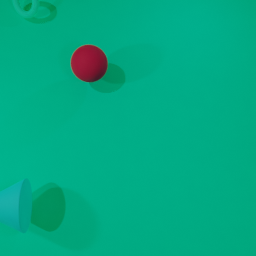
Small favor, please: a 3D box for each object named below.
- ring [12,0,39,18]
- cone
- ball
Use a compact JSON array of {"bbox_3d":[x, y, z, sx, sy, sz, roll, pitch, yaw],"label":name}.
[{"bbox_3d":[-3.351,-4.178,9.159,1.109,1.109,0.222,38,33,11],"label":"ring"},{"bbox_3d":[-3.196,1.939,6.922,1.326,1.321,1.321,-1,72,-6],"label":"cone"},{"bbox_3d":[-1.118,-1.865,8.130,1.070,1.070,1.070,0,73,0],"label":"ball"}]
